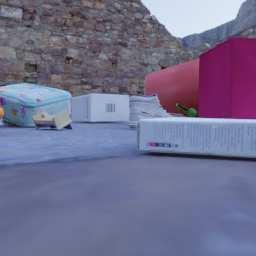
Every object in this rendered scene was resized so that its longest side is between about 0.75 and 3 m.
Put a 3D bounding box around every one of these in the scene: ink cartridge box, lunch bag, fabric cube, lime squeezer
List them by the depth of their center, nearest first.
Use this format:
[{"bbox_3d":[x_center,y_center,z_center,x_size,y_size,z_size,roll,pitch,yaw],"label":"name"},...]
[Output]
[{"bbox_3d":[1.147,0.064,3.030,1.669,0.361,1.638,3,4,23],"label":"ink cartridge box"},{"bbox_3d":[3.828,-1.257,8.884,2.524,2.516,2.476,0,2,-6],"label":"fabric cube"},{"bbox_3d":[-3.429,-0.934,9.916,2.634,1.015,2.112,17,26,29],"label":"lunch bag"},{"bbox_3d":[2.592,-0.443,10.387,2.093,0.395,0.739,21,14,-11],"label":"lime squeezer"}]

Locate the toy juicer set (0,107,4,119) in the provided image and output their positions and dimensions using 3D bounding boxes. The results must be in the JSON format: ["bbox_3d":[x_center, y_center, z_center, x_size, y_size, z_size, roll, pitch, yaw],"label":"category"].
[{"bbox_3d":[-3.896,-0.118,6.976,1.106,0.473,1.739,14,30,24],"label":"toy juicer set"}]

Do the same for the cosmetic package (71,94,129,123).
[{"bbox_3d":[-1.560,-1.033,15.448,2.390,1.474,2.398,-2,3,-35],"label":"cosmetic package"}]

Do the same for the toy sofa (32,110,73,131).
[{"bbox_3d":[-2.028,-0.136,7.531,1.154,0.563,0.478,3,28,43],"label":"toy sofa"}]

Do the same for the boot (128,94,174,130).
[{"bbox_3d":[0.880,-0.481,8.116,2.093,1.000,0.770,-2,3,-44],"label":"boot"}]

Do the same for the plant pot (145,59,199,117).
[{"bbox_3d":[2.224,-1.478,12.474,2.601,2.940,2.940,-5,1,15],"label":"plant pot"}]

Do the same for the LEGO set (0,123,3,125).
[{"bbox_3d":[-5.528,-0.159,11.127,1.022,0.251,0.763,12,4,9],"label":"LEGO set"}]

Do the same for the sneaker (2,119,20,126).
[{"bbox_3d":[-4.022,-0.257,10.181,1.077,0.421,0.416,0,-7,-31],"label":"sneaker"}]

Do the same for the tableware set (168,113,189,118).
[{"bbox_3d":[1.507,-0.289,10.955,2.135,0.428,1.411,9,-4,39],"label":"tableware set"}]
